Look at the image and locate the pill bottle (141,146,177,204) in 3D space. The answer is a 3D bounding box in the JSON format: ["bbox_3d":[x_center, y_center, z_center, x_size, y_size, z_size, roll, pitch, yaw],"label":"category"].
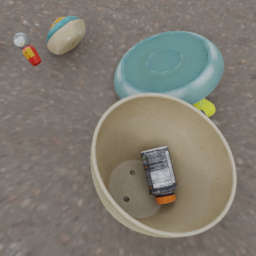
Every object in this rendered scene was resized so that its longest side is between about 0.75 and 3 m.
[{"bbox_3d":[0.697,1.026,6.083,0.623,0.623,1.173,-12,85,-6],"label":"pill bottle"}]

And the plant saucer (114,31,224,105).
[{"bbox_3d":[0.950,-1.616,7.183,2.859,0.392,2.859,-10,51,13],"label":"plant saucer"}]

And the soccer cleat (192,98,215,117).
[{"bbox_3d":[1.531,-0.802,7.198,1.833,0.767,0.593,23,56,-11],"label":"soccer cleat"}]

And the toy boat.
[{"bbox_3d":[-2.104,-2.514,7.747,1.943,1.633,0.903,-37,101,-26],"label":"toy boat"}]

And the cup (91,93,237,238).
[{"bbox_3d":[0.446,0.950,5.652,2.693,1.926,2.693,8,57,-13],"label":"cup"}]
